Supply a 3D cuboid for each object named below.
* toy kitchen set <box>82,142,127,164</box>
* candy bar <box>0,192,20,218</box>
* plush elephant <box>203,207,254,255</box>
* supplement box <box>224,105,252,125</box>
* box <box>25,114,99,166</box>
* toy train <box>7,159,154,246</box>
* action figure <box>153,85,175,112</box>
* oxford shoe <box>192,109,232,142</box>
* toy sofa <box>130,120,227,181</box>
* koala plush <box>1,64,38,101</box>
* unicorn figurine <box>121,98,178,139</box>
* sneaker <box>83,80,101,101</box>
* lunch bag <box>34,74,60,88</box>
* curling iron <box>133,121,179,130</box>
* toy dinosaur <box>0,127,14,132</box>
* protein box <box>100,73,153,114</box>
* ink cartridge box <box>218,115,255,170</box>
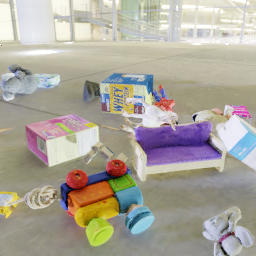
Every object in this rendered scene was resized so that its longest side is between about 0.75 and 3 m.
[{"bbox_3d":[-0.686,0.910,8.162,0.985,0.789,0.580,42,31,4],"label":"toy kitchen set"},{"bbox_3d":[-3.918,1.661,6.216,2.917,0.323,0.727,1,25,0],"label":"candy bar"},{"bbox_3d":[1.794,1.944,5.066,0.809,0.760,0.982,-35,-24,15],"label":"plush elephant"},{"bbox_3d":[4.068,-0.282,10.502,0.768,0.784,1.517,3,20,12],"label":"supplement box"},{"bbox_3d":[-2.075,0.303,8.906,1.764,0.853,1.552,-16,27,-36],"label":"box"},{"bbox_3d":[-0.852,1.658,5.474,2.565,1.086,1.484,-12,38,-28],"label":"toy train"},{"bbox_3d":[1.642,-1.309,13.271,0.874,0.691,2.673,-8,27,-5],"label":"action figure"},{"bbox_3d":[2.892,0.009,9.617,1.076,1.032,2.916,-3,11,3],"label":"oxford shoe"},{"bbox_3d":[1.388,0.576,7.753,2.504,1.222,1.037,-4,22,-12],"label":"toy sofa"},{"bbox_3d":[-5.913,-2.353,14.692,1.716,1.656,1.867,16,21,11],"label":"koala plush"},{"bbox_3d":[0.647,-0.243,8.772,1.711,0.920,2.490,17,-15,8],"label":"unicorn figurine"},{"bbox_3d":[-1.789,-1.992,14.736,1.094,0.915,2.410,6,24,-6],"label":"sneaker"},{"bbox_3d":[-5.153,-2.957,17.300,1.709,0.705,1.374,5,24,13],"label":"lunch bag"},{"bbox_3d":[1.108,-0.050,10.624,1.890,0.241,0.468,-5,23,-12],"label":"curling iron"},{"bbox_3d":[-4.835,0.154,10.135,0.643,0.366,1.210,35,38,15],"label":"toy dinosaur"},{"bbox_3d":[0.009,-1.625,12.857,2.005,1.352,1.990,5,25,14],"label":"protein box"},{"bbox_3d":[3.575,0.677,7.393,2.175,0.726,1.260,33,21,-8],"label":"ink cartridge box"}]
